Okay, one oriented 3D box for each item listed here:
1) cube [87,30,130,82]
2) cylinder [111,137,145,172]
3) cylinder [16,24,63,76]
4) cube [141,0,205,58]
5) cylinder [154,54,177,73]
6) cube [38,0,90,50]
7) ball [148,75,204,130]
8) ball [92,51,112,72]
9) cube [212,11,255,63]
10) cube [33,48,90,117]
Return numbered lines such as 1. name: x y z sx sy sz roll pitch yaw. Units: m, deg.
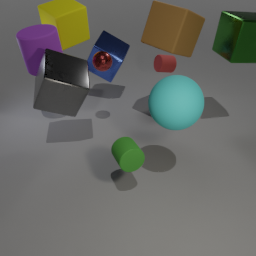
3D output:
1. cube: -0.946 -3.237 12.726 1.400 1.400 1.400 27 48 -10
2. cylinder: -0.010 0.689 7.398 0.700 0.700 0.700 -11 30 -18
3. cylinder: -3.086 -2.792 10.030 1.400 1.400 1.400 -4 39 3
4. cube: 1.547 -3.380 9.670 1.400 1.400 1.400 31 24 31
5. cylinder: 1.521 -2.647 11.535 0.700 0.700 0.700 -3 30 -26
6. cube: -2.559 -4.248 11.327 1.400 1.400 1.400 -33 55 -26
7. ball: 1.217 -0.640 7.135 1.400 1.400 1.400 0 32 0
8. ball: -0.894 -2.325 9.760 0.700 0.700 0.700 0 32 0
9. cube: 3.993 -3.140 9.662 1.400 1.400 1.400 -3 34 -14
10. cube: -2.150 -1.415 9.003 1.400 1.400 1.400 11 49 -26
